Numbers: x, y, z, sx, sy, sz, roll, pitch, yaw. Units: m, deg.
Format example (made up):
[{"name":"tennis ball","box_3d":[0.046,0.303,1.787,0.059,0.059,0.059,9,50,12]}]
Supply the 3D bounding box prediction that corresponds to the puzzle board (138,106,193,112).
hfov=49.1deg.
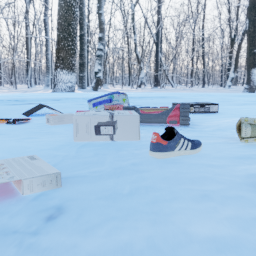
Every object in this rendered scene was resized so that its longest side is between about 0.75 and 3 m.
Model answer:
[{"name":"puzzle board","box_3d":[1.382,-0.677,11.933,2.316,0.201,1.745,-1,-8,-6]}]

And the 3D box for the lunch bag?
[{"name":"lunch bag","box_3d":[-0.929,-1.195,13.418,1.838,0.758,1.478,-14,-6,25]}]

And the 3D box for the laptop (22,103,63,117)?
[{"name":"laptop","box_3d":[-4.273,-0.705,14.069,1.579,0.915,1.478,28,-7,-32]}]

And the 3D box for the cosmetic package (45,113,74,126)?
[{"name":"cosmetic package","box_3d":[-2.576,-0.346,10.832,1.072,0.382,0.544,-6,11,-39]}]

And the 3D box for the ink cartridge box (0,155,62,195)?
[{"name":"ink cartridge box","box_3d":[-1.794,0.739,4.388,1.110,0.278,1.278,-7,11,-34]}]

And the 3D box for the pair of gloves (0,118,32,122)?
[{"name":"pair of gloves","box_3d":[-4.637,-0.310,11.173,1.388,0.172,1.237,-1,2,0]}]

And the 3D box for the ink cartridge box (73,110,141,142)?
[{"name":"ink cartridge box","box_3d":[-0.602,-0.092,8.027,1.802,0.751,1.308,-1,9,-5]}]

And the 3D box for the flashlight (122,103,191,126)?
[{"name":"flashlight","box_3d":[1.056,-0.530,10.505,2.536,0.862,0.858,3,6,13]}]

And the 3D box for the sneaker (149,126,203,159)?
[{"name":"sneaker","box_3d":[1.117,0.263,6.231,1.492,0.631,0.559,-6,11,-37]}]

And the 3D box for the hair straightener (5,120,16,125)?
[{"name":"hair straightener","box_3d":[-4.561,-0.229,10.788,0.301,0.160,0.782,-7,12,-37]}]

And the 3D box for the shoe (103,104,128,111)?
[{"name":"shoe","box_3d":[-0.543,-0.666,12.029,0.884,0.694,1.944,-4,4,-13]}]

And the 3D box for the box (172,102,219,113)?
[{"name":"box","box_3d":[3.566,-1.103,15.073,2.087,0.519,1.646,-1,9,-5]}]

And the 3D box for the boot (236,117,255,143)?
[{"name":"boot","box_3d":[3.695,0.079,6.920,1.683,0.784,2.176,2,4,7]}]
